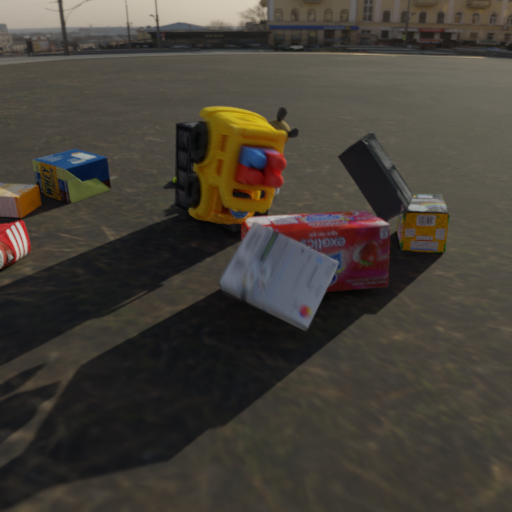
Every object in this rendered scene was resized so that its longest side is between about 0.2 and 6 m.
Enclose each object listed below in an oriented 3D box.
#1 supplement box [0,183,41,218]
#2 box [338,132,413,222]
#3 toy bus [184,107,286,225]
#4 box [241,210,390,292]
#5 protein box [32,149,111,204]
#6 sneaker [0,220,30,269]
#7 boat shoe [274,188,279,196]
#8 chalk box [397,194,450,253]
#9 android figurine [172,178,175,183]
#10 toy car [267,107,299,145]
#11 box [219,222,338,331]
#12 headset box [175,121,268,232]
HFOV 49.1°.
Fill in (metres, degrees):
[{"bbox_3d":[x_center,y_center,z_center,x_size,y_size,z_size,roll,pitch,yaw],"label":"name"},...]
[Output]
[{"bbox_3d":[-6.341,-1.406,13.953,1.557,0.572,0.981,3,25,8],"label":"supplement box"},{"bbox_3d":[2.428,-1.586,11.255,0.635,1.610,1.136,-32,5,26],"label":"box"},{"bbox_3d":[-0.215,-1.301,9.240,1.344,1.980,1.901,0,23,-29],"label":"toy bus"},{"bbox_3d":[1.050,-0.078,10.330,2.546,1.215,1.269,-4,18,-9],"label":"box"},{"bbox_3d":[-4.961,-2.185,15.127,1.414,0.954,1.403,18,31,33],"label":"protein box"},{"bbox_3d":[-5.814,-0.344,11.621,2.565,1.005,1.482,24,24,18],"label":"sneaker"},{"bbox_3d":[-0.171,-2.570,15.890,1.084,0.984,2.947,-15,29,-28],"label":"boat shoe"},{"bbox_3d":[3.622,-0.797,12.317,0.940,0.935,1.511,3,25,9],"label":"chalk box"},{"bbox_3d":[-2.021,-2.181,16.049,0.740,0.167,0.813,-14,31,-26],"label":"android figurine"},{"bbox_3d":[0.319,-2.377,11.114,1.163,0.956,0.918,-29,5,45],"label":"toy car"},{"bbox_3d":[0.368,0.310,8.965,1.545,0.318,1.205,25,72,11],"label":"box"},{"bbox_3d":[-0.748,-1.881,12.914,1.094,2.054,2.359,-18,31,-41],"label":"headset box"}]
